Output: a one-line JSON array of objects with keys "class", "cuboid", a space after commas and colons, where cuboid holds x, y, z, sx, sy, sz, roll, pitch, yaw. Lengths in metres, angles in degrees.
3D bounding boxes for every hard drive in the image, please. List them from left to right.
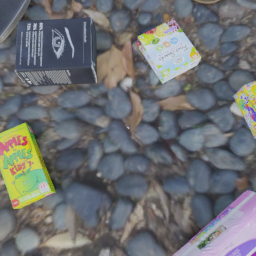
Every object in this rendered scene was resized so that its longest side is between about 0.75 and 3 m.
[{"class": "hard drive", "cuboid": [-4.180, -3.977, 9.182, 1.587, 0.498, 2.352, 23, 76, 6]}]

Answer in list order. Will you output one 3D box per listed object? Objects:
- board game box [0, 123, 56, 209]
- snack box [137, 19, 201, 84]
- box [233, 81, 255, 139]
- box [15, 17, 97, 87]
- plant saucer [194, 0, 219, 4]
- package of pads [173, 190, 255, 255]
[{"class": "board game box", "cuboid": [-2.948, 1.036, 7.841, 1.069, 0.501, 2.105, -24, 76, -6]}, {"class": "snack box", "cuboid": [1.253, -2.406, 8.743, 1.351, 0.542, 1.602, -30, 78, -8]}, {"class": "box", "cuboid": [4.125, -0.668, 8.094, 1.413, 0.895, 1.467, -21, 77, -5]}, {"class": "box", "cuboid": [-2.059, -2.230, 8.370, 2.216, 1.156, 1.640, -2, 75, 0]}, {"class": "plant saucer", "cuboid": [2.636, -4.869, 9.564, 1.562, 0.230, 1.562, 0, 74, 0]}, {"class": "package of pads", "cuboid": [2.561, 3.166, 6.808, 2.976, 1.126, 1.793, -38, 93, -8]}]
